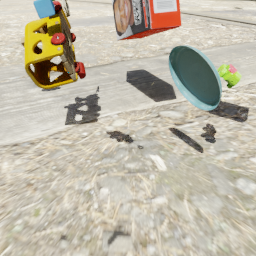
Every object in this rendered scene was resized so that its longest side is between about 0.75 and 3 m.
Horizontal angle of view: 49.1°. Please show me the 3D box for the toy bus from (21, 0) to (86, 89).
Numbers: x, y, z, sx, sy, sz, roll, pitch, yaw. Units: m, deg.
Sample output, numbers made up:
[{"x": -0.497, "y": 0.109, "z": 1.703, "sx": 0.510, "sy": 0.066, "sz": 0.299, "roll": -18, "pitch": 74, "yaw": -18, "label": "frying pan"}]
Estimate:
[{"x": -1.926, "y": -2.067, "z": 6.735, "sx": 1.176, "sy": 2.148, "sz": 2.276, "roll": -14, "pitch": 14, "yaw": 3, "label": "toy bus"}]

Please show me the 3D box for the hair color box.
[{"x": 0.393, "y": -3.416, "z": 8.018, "sx": 0.906, "sy": 1.502, "sz": 2.960, "roll": -12, "pitch": 14, "yaw": -15, "label": "hair color box"}]

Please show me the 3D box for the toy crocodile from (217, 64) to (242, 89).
[{"x": 2.002, "y": -1.075, "z": 5.524, "sx": 0.390, "sy": 0.357, "sz": 1.156, "roll": 43, "pitch": 28, "yaw": -2, "label": "toy crocodile"}]

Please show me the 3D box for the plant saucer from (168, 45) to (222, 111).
[{"x": 1.258, "y": -0.943, "z": 5.195, "sx": 0.185, "sy": 1.352, "sz": 1.352, "roll": -34, "pitch": 40, "yaw": -14, "label": "plant saucer"}]
